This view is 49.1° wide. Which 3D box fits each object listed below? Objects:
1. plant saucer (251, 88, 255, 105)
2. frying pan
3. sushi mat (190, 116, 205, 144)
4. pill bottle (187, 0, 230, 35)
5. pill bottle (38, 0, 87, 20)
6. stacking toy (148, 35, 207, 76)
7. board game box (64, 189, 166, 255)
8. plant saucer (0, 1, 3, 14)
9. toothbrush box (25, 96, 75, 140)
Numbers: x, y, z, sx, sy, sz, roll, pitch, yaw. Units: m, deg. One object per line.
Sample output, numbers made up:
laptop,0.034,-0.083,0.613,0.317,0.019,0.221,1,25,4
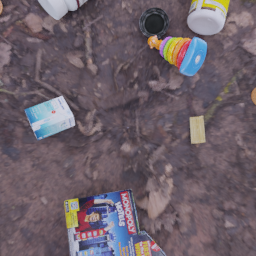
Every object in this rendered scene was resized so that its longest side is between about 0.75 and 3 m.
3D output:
plant saucer,4.946,-1.161,10.261,0.817,0.153,0.817,0,76,0
frying pan,1.220,-3.687,10.636,1.120,0.301,1.851,-37,92,9
sushi mat,2.454,0.061,9.911,0.489,0.062,1.022,-5,69,16
pill bottle,3.132,-4.873,10.514,1.343,1.343,2.458,16,78,4
pill bottle,-2.031,-5.512,10.522,2.842,1.623,1.623,-44,81,-10
stacking toy,1.582,-2.809,10.042,2.181,1.197,1.266,31,109,31
board game box,-0.354,3.485,8.792,2.874,0.887,2.876,-9,77,-3
plant saucer,-5.496,-4.688,11.059,1.118,0.209,1.118,0,76,-1
toothbrush box,-2.651,-0.353,9.574,1.381,0.589,1.011,-22,61,-18
